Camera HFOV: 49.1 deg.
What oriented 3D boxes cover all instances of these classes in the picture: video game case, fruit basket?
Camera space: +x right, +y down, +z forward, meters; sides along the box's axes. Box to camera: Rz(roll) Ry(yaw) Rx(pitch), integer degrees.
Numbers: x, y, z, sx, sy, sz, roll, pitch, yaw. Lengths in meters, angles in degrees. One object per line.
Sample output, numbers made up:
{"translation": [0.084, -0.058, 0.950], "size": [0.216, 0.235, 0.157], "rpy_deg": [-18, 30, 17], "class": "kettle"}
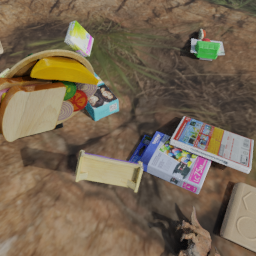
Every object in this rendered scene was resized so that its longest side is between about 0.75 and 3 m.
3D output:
{"translation": [2.831, 0.465, 9.332], "size": [2.532, 0.221, 1.810], "rpy_deg": [21, 35, 15], "class": "video game case"}
{"translation": [3.733, -3.796, 13.253], "size": [1.518, 0.768, 1.639], "rpy_deg": [8, 34, 7], "class": "fruit basket"}

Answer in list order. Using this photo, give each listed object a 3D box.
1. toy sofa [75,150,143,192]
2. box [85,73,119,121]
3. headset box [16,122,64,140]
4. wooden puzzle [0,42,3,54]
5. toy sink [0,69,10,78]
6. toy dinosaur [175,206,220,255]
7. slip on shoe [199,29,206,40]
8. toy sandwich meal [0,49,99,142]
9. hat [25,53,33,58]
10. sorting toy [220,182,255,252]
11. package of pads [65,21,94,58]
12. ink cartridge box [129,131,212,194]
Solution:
{"translation": [-0.445, 0.965, 6.570], "size": [1.506, 0.624, 0.735], "rpy_deg": [12, 12, -7], "class": "toy sofa"}
{"translation": [-1.470, -1.469, 11.126], "size": [1.069, 0.638, 2.597], "rpy_deg": [-26, 54, -21], "class": "box"}
{"translation": [-3.668, -0.997, 10.474], "size": [1.950, 0.984, 2.624], "rpy_deg": [-16, 51, -13], "class": "headset box"}
{"translation": [-6.944, -3.935, 13.552], "size": [1.537, 0.309, 1.662], "rpy_deg": [-20, 56, -17], "class": "wooden puzzle"}
{"translation": [-4.999, -2.064, 11.713], "size": [0.961, 0.539, 0.627], "rpy_deg": [23, 53, 19], "class": "toy sink"}
{"translation": [1.889, 2.991, 7.192], "size": [1.258, 0.796, 1.855], "rpy_deg": [15, 36, 1], "class": "toy dinosaur"}
{"translation": [3.751, -4.700, 14.056], "size": [0.336, 0.407, 1.099], "rpy_deg": [18, 34, 3], "class": "slip on shoe"}
{"translation": [-1.966, -0.702, 7.033], "size": [2.882, 2.882, 0.987], "rpy_deg": [-24, 58, -20], "class": "toy sandwich meal"}
{"translation": [-4.239, -2.591, 12.453], "size": [1.000, 1.063, 1.207], "rpy_deg": [-40, 28, 2], "class": "hat"}
{"translation": [3.780, 2.627, 7.770], "size": [2.031, 0.370, 1.880], "rpy_deg": [18, 51, 21], "class": "sorting toy"}
{"translation": [-1.721, -3.108, 9.942], "size": [0.369, 1.082, 0.836], "rpy_deg": [-2, 67, 33], "class": "package of pads"}
{"translation": [1.384, 0.990, 9.097], "size": [2.439, 0.512, 1.455], "rpy_deg": [20, 51, 19], "class": "ink cartridge box"}
